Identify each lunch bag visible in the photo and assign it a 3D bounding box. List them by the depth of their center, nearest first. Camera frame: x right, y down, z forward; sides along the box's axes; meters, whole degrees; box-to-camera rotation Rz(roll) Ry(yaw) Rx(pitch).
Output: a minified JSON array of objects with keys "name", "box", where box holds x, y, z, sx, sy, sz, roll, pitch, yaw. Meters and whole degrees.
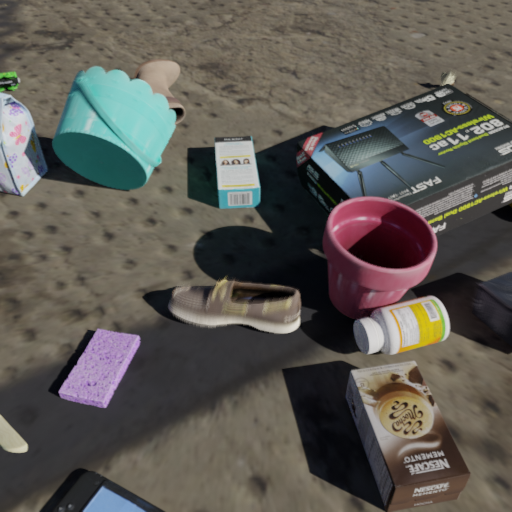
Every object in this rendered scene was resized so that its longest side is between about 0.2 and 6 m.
[{"name":"lunch bag","box":[-4.884,-2.113,10.079,1.544,1.821,1.158,11,42,11]}]

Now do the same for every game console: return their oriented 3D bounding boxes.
[{"name":"game console","box":[-1.534,2.666,5.363,1.389,0.824,1.197,20,45,21]}]

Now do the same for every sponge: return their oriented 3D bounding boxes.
[{"name":"sponge","box":[-2.008,1.430,7.280,0.613,0.164,1.100,9,42,11]}]

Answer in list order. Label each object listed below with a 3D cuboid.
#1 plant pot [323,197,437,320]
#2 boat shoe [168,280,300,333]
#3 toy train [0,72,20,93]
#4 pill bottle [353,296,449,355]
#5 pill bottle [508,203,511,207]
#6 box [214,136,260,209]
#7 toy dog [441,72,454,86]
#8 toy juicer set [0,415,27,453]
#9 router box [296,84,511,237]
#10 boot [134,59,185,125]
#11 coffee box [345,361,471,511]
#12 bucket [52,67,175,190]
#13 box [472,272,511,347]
[{"name":"plant pot","box":[1.591,0.135,7.809,1.483,1.327,1.483,4,45,-4]},{"name":"boat shoe","box":[-0.312,0.622,7.830,1.880,0.560,0.675,8,31,9]},{"name":"toy train","box":[-6.766,-4.108,13.465,2.065,0.431,0.582,-13,33,-14]},{"name":"pill bottle","box":[1.913,0.953,7.465,1.136,0.631,0.631,-12,42,-13]},{"name":"pill bottle","box":[4.738,-1.004,9.768,0.559,0.559,0.994,-17,44,-18]},{"name":"box","box":[-0.381,-1.608,10.542,0.752,0.449,1.827,-3,41,-4]},{"name":"toy dog","box":[4.656,-4.237,13.569,0.357,0.346,0.249,21,-4,-40]},{"name":"toy juicer set","box":[-3.596,2.265,6.090,2.262,0.616,1.439,-22,29,-16]},{"name":"router box","box":[2.703,-1.529,9.614,3.341,1.038,2.504,-24,46,-11]},{"name":"boot","box":[-2.208,-3.524,12.511,2.440,0.857,1.784,-36,55,-28]},{"name":"coffee box","box":[1.646,1.986,6.315,0.838,0.592,1.483,-7,42,-8]},{"name":"bucket","box":[-2.527,-2.176,9.946,2.016,2.016,1.311,10,67,12]},{"name":"box","box":[3.712,0.720,7.726,0.951,0.589,0.935,-16,37,-18]}]
